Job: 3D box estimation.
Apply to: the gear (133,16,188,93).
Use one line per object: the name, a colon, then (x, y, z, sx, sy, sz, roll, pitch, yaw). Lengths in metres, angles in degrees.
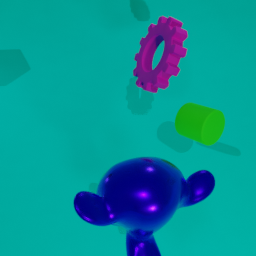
gear: (0.621, -1.513, 5.822, 0.281, 1.519, 1.519, 12, 49, -28)

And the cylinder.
cylinder: (1.452, -0.094, 5.683, 0.727, 0.727, 0.727, -36, 36, -23)

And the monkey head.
monkey head: (0.223, 1.131, 3.778, 1.996, 1.203, 1.436, -5, 68, -24)
